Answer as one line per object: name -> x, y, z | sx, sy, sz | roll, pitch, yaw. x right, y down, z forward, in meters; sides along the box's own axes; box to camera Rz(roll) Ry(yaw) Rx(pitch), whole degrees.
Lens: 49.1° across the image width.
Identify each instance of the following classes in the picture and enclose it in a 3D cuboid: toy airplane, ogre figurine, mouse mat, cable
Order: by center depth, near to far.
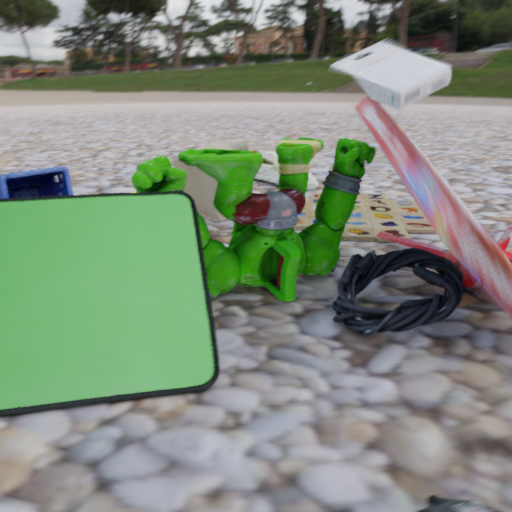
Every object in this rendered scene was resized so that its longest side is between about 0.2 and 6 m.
mouse mat -> -2.125, 0.388, 6.059 | 3.233, 0.122, 2.602 | -4, 60, -13
cable -> 1.851, 0.508, 7.377 | 1.617, 0.504, 1.982 | 7, 29, 21
ogre figurine -> 0.082, -0.538, 8.117 | 1.738, 2.124, 3.542 | 16, 25, 42
toy airplane -> 3.519, 0.042, 8.817 | 3.122, 0.574, 3.122 | 1, 20, -1

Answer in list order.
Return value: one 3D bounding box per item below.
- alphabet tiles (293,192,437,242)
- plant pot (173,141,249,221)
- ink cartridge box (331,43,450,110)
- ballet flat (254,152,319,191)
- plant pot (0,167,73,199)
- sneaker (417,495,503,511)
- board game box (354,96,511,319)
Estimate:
alphabet tiles -> 2.123, -0.924, 12.321 | 3.160, 0.120, 3.798 | 2, 19, 5
plant pot -> -0.876, -1.499, 10.647 | 1.082, 1.223, 1.221 | 10, 28, 27
ink cartridge box -> 1.630, -2.223, 6.873 | 0.916, 0.285, 1.138 | -31, 45, -24
ballet flat -> 0.591, -2.401, 15.476 | 0.948, 0.948, 2.642 | -17, 26, -40
plant pot -> -4.383, -1.041, 10.961 | 1.310, 1.310, 1.178 | -14, 16, -35
sneaker -> 1.002, 1.915, 3.205 | 2.018, 0.713, 0.986 | -2, 20, -12
board game box -> 2.536, -0.766, 7.656 | 2.121, 0.401, 4.120 | 39, 22, -25
